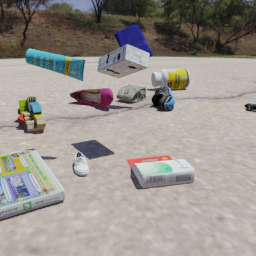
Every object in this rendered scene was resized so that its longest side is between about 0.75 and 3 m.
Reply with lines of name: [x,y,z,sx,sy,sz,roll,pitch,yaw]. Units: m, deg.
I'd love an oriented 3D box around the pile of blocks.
pile of blocks: [-4.190,-0.689,11.664,0.896,1.184,2.884,-10,21,-27]

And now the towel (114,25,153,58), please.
towel: [0.269,-4.118,14.041,1.373,1.860,0.461,-24,-5,-6]

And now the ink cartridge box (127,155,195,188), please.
ink cartridge box: [0.831,1.009,7.796,1.419,0.442,1.764,-4,20,-13]

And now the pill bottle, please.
pill bottle: [2.939,-3.401,19.456,2.480,1.389,1.389,-5,19,-12]

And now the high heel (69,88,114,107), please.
high heel: [-1.926,-1.692,14.733,1.420,0.997,2.961,0,11,-33]

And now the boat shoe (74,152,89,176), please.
boat shoe: [-1.367,0.991,7.913,0.389,0.353,1.057,-8,20,-21]

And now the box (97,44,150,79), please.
box: [-0.175,-2.008,8.646,0.905,0.466,1.551,10,-11,-35]

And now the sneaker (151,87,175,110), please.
sneaker: [1.764,-1.657,14.945,1.086,0.930,2.622,5,21,-6]

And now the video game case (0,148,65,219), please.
video game case: [-3.301,1.354,6.877,2.690,0.326,2.955,-11,20,-29]

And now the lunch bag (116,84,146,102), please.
lunch bag: [0.175,-1.957,16.076,1.160,0.831,1.414,16,31,34]

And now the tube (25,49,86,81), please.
tube: [-2.038,-1.836,7.964,1.664,0.644,0.419,14,36,1]

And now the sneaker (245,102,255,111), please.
sneaker: [6.262,-1.015,13.946,0.533,0.391,1.177,-8,16,-14]
